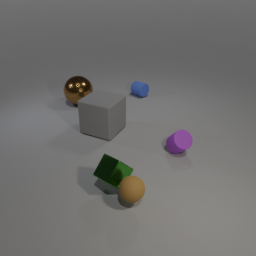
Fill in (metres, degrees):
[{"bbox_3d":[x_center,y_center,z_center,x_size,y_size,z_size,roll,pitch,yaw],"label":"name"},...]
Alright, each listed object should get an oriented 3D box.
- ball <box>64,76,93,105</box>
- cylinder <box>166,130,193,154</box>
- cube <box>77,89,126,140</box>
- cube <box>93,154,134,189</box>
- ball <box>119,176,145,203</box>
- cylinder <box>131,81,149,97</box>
[{"bbox_3d":[-2.380,-1.804,13.460,1.400,1.400,1.400,0,29,0],"label":"ball"},{"bbox_3d":[1.772,0.483,9.728,0.700,0.700,0.700,-11,-14,-19],"label":"cylinder"},{"bbox_3d":[-0.996,-0.563,11.139,1.400,1.400,1.400,14,32,23],"label":"cube"},{"bbox_3d":[-0.418,1.252,7.978,0.700,0.700,0.700,19,77,47],"label":"cube"},{"bbox_3d":[0.107,1.619,7.441,0.700,0.700,0.700,0,29,0],"label":"ball"},{"bbox_3d":[0.617,-2.033,14.540,0.700,0.700,0.700,-24,33,-37],"label":"cylinder"}]
